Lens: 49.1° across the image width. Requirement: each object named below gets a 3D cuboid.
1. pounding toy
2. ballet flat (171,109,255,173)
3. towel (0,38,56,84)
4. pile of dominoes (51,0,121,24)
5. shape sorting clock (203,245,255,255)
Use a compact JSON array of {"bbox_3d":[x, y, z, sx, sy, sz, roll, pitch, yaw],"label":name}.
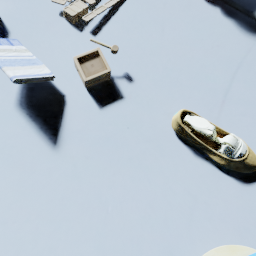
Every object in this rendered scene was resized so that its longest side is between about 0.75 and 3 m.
[{"bbox_3d":[-0.877,-1.968,8.158,1.324,0.606,1.164,-25,79,-12],"label":"pounding toy"},{"bbox_3d":[2.216,0.316,7.072,2.490,0.785,0.855,29,69,12],"label":"ballet flat"},{"bbox_3d":[-3.058,-1.850,7.648,1.906,0.227,1.400,43,32,16],"label":"towel"},{"bbox_3d":[-1.342,-4.319,9.578,1.629,0.333,2.090,38,63,16],"label":"pile of dominoes"},{"bbox_3d":[2.325,3.653,5.706,2.362,0.463,2.362,-2,63,4],"label":"shape sorting clock"}]
